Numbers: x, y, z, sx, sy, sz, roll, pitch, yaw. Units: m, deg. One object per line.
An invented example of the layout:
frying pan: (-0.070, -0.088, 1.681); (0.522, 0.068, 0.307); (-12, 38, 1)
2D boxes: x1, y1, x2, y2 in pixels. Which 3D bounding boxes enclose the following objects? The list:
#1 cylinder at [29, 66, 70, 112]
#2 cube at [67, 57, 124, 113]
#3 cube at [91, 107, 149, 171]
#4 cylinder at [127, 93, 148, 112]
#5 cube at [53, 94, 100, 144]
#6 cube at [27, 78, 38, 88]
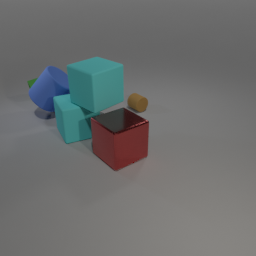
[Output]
cylinder: (-3.203, -1.638, 11.812); (1.400, 1.400, 1.400); (38, 22, -18)
cube: (-1.116, -1.551, 9.836); (1.400, 1.400, 1.400); (26, 39, 37)
cube: (-0.273, 0.321, 9.402); (1.400, 1.400, 1.400); (-20, 35, -33)
cylinder: (0.444, -1.174, 12.834); (0.700, 0.700, 0.700); (-19, 34, -31)
cube: (-1.959, -0.444, 10.793); (1.400, 1.400, 1.400); (-13, 31, -22)
cube: (-4.518, -1.996, 14.013); (0.700, 0.700, 0.700); (-23, 54, -19)
